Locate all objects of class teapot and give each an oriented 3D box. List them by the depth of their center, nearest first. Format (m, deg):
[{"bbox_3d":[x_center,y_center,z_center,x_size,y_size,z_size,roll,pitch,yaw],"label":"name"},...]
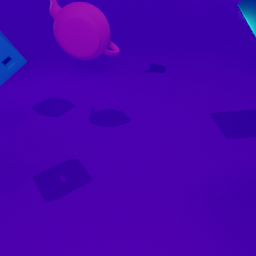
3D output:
[{"bbox_3d":[-0.879,-1.918,5.336,1.720,1.069,0.842,33,39,-18],"label":"teapot"}]

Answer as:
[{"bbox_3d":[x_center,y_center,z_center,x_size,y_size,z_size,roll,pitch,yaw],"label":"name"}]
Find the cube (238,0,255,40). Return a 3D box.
[{"bbox_3d":[2.829,-1.979,4.578,1.213,1.213,1.213,5,56,-25],"label":"cube"}]

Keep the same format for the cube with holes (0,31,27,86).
[{"bbox_3d":[-1.680,-0.803,2.684,0.805,0.805,0.805,-43,57,-3],"label":"cube with holes"}]
